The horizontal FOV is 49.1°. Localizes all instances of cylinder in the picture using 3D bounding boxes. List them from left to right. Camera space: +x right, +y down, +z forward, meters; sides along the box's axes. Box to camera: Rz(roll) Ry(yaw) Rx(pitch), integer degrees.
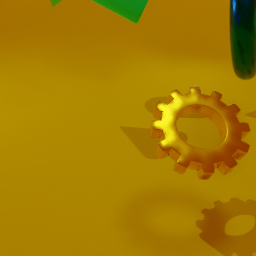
[{"bbox_3d":[-0.069,-3.494,6.884,1.334,1.334,1.334,26,31,-7],"label":"cylinder"}]

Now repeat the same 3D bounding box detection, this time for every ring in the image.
[{"bbox_3d":[2.014,-1.789,4.742,0.387,1.934,1.934,1,29,26],"label":"ring"}]

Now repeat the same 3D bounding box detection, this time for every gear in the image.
[{"bbox_3d":[0.971,0.032,3.828,1.309,0.242,1.309,2,60,-3],"label":"gear"}]

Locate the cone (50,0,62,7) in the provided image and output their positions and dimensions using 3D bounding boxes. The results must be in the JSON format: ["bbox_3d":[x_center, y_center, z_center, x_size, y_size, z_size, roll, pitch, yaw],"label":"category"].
[{"bbox_3d":[-1.339,-2.914,5.485,1.407,1.412,1.407,12,60,-21],"label":"cone"}]
